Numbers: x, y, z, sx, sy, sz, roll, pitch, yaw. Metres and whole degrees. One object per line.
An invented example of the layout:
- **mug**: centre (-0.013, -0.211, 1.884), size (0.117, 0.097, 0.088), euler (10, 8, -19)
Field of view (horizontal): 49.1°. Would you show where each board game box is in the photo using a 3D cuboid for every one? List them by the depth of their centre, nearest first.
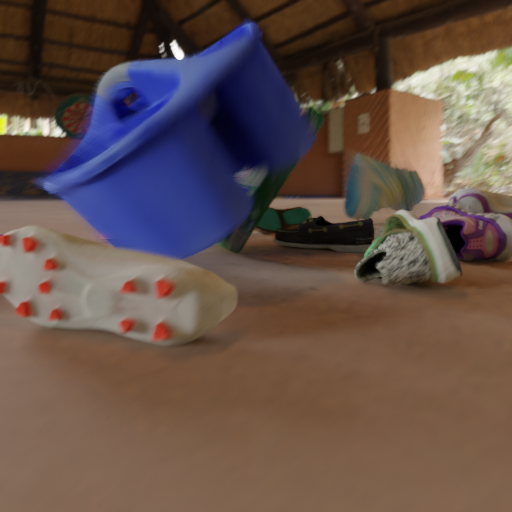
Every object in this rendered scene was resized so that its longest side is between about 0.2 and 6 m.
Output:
- **board game box**: centre (-0.125, -1.523, 10.723), size (0.425, 2.920, 1.965), euler (36, -7, -29)

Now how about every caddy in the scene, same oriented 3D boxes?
- **caddy**: centre (-1.330, -1.695, 8.075), size (3.105, 2.305, 4.392), euler (-49, 24, -24)

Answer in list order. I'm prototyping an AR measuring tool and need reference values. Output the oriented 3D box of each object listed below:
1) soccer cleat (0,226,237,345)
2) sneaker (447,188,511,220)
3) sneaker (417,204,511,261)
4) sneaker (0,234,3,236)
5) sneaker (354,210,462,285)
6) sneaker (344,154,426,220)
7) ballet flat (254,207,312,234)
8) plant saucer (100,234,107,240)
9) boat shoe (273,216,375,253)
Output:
- **soccer cleat**: centre (-1.282, 0.262, 4.794), size (2.360, 0.818, 0.915), euler (12, 7, 27)
- **sneaker**: centre (5.378, -0.697, 11.763), size (1.501, 1.128, 3.014), euler (6, 10, -34)
- **sneaker**: centre (3.222, -0.362, 9.405), size (0.970, 0.883, 2.194), euler (-10, 11, -18)
- **sneaker**: centre (-3.846, -0.099, 7.852), size (1.080, 0.686, 1.893), euler (0, 7, -29)
- **sneaker**: centre (1.680, -0.035, 7.144), size (1.032, 0.896, 2.329), euler (-19, 2, -1)
- **sneaker**: centre (2.147, -1.029, 9.086), size (1.319, 0.804, 2.021), euler (17, 30, 2)
- **ballet flat**: centre (0.471, -0.852, 14.366), size (2.165, 0.763, 0.707), euler (-2, -19, -37)
- **plant saucer**: centre (-2.833, -0.599, 12.916), size (1.485, 0.376, 1.485), euler (-1, 8, 0)
- **boat shoe**: centre (1.262, -0.445, 10.629), size (2.098, 0.632, 0.748), euler (5, 9, 34)
